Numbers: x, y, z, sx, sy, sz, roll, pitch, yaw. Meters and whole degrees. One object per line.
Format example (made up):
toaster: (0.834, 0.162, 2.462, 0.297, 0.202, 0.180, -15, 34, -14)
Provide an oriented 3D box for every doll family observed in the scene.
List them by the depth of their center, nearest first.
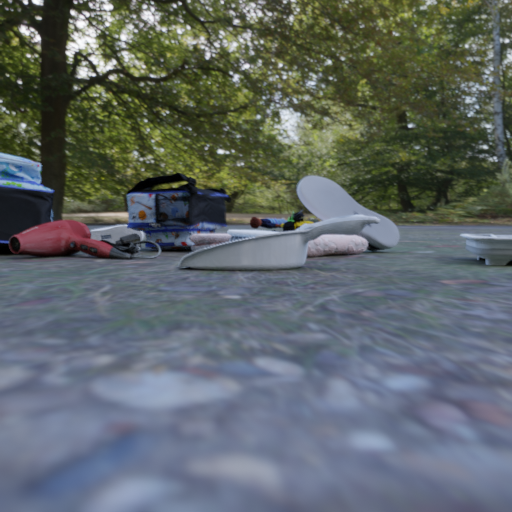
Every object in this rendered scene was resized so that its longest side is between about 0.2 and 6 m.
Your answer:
doll family: (0.920, -0.749, 15.860, 1.473, 1.000, 2.548, -9, 4, -44)

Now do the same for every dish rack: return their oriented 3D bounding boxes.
dish rack: (4.637, -0.107, 9.367, 2.215, 0.482, 1.901, 1, 3, 14)

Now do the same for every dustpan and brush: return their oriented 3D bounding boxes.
dustpan and brush: (0.455, -0.216, 8.457, 2.835, 0.811, 1.978, 2, 4, 27)

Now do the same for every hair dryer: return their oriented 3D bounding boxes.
hair dryer: (-3.297, -0.318, 10.728, 2.643, 0.718, 2.013, -3, 6, -22)

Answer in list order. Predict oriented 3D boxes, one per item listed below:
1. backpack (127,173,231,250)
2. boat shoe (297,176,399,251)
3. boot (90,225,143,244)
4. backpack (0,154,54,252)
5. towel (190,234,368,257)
backpack: (-1.900, -0.951, 12.975, 2.097, 1.696, 2.202, 8, 0, 20)
boat shoe: (1.881, -0.802, 12.077, 2.547, 0.874, 0.721, 30, -27, -13)
boot: (-3.765, -0.567, 15.055, 1.607, 0.585, 0.726, -1, 9, 3)
backpack: (-5.851, -1.123, 12.049, 2.681, 2.153, 2.929, 2, -2, -32)
towel: (0.422, -0.241, 11.601, 2.775, 0.447, 2.650, -3, 4, -37)
